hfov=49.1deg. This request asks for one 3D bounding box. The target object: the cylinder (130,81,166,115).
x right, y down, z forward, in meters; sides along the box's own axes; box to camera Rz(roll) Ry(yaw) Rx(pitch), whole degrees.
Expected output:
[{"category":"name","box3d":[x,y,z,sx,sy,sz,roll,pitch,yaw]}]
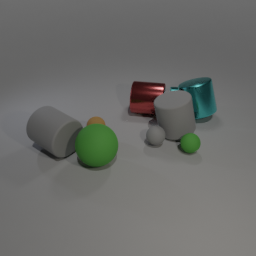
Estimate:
[{"category":"cylinder","box3d":[0.876,-1.296,12.211,1.400,1.400,1.400,6,32,9]}]

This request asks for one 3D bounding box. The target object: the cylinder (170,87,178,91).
[{"category":"cylinder","box3d":[2.373,-1.617,13.432,0.700,0.700,0.700,1,31,1]}]

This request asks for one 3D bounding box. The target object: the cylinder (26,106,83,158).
[{"category":"cylinder","box3d":[-2.524,0.112,9.720,1.400,1.400,1.400,26,40,29]}]

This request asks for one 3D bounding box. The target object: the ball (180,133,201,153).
[{"category":"ball","box3d":[2.186,0.525,9.811,0.700,0.700,0.700,0,31,0]}]

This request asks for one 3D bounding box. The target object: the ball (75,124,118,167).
[{"category":"ball","box3d":[-1.014,0.554,9.108,1.400,1.400,1.400,0,31,0]}]

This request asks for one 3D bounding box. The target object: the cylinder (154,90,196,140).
[{"category":"cylinder","box3d":[1.780,-0.498,10.600,1.400,1.400,1.400,-12,31,7]}]

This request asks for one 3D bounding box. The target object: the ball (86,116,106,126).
[{"category":"ball","box3d":[-1.170,-0.075,10.276,0.700,0.700,0.700,0,31,0]}]

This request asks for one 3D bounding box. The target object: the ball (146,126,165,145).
[{"category":"ball","box3d":[1.005,0.268,10.143,0.700,0.700,0.700,0,31,0]}]

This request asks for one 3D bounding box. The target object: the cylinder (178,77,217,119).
[{"category":"cylinder","box3d":[2.934,-1.273,11.832,1.400,1.400,1.400,-15,19,5]}]
